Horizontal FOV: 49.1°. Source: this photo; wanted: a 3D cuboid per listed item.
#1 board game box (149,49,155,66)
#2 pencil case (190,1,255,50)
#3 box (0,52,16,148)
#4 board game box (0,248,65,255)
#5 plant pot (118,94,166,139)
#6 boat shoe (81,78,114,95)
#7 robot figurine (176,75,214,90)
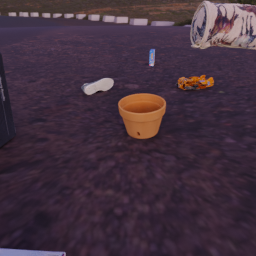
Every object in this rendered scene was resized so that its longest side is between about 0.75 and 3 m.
[{"bbox_3d":[1.346,-3.922,15.592,0.228,0.800,0.817,4,25,8],"label":"board game box"},{"bbox_3d":[2.725,-2.360,6.756,2.561,1.145,0.996,-1,1,-15],"label":"pencil case"},{"bbox_3d":[-3.857,-0.255,5.649,1.543,2.189,2.958,4,23,10],"label":"box"},{"bbox_3d":[-1.671,1.714,2.743,1.682,0.347,1.686,2,2,4],"label":"board game box"},{"bbox_3d":[0.363,-0.282,7.242,1.194,0.836,1.194,-1,30,1],"label":"plant pot"},{"bbox_3d":[-1.183,-1.675,10.910,1.389,0.506,0.429,-25,38,-35],"label":"boat shoe"},{"bbox_3d":[2.676,-1.850,11.388,1.450,0.422,1.052,-10,24,-21],"label":"robot figurine"}]
